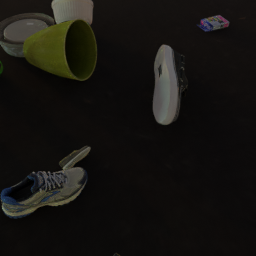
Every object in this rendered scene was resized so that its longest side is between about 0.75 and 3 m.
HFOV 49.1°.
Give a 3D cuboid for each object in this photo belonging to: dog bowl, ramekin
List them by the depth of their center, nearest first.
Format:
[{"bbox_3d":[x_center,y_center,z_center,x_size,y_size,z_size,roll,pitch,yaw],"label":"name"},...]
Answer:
[{"bbox_3d":[-3.340,-3.094,9.339,1.987,0.583,1.987,0,49,0],"label":"dog bowl"},{"bbox_3d":[-1.856,-3.865,9.527,1.383,0.726,1.383,-3,5,0],"label":"ramekin"}]

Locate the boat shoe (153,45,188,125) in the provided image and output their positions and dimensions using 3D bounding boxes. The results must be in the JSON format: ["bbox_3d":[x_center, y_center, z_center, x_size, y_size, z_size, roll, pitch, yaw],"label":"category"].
[{"bbox_3d":[1.181,-1.186,7.320,0.776,0.941,2.741,16,50,-14],"label":"boat shoe"}]

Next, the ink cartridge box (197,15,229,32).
[{"bbox_3d":[3.104,-3.826,10.240,1.011,0.212,0.603,-20,51,-14],"label":"ink cartridge box"}]

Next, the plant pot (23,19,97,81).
[{"bbox_3d":[-2.063,-2.225,8.093,1.757,1.644,1.644,6,48,23],"label":"plant pot"}]

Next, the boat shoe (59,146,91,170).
[{"bbox_3d":[-1.186,0.634,6.284,0.234,0.280,0.784,39,63,23],"label":"boat shoe"}]

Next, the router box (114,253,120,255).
[{"bbox_3d":[-0.588,2.912,3.226,0.627,1.887,2.400,28,54,22],"label":"router box"}]

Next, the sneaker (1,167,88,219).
[{"bbox_3d":[-1.620,1.179,5.501,1.746,0.744,0.673,-22,53,-19],"label":"sneaker"}]

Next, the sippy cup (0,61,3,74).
[{"bbox_3d":[-4.161,-1.721,8.081,0.715,0.667,0.911,18,51,14],"label":"sippy cup"}]
